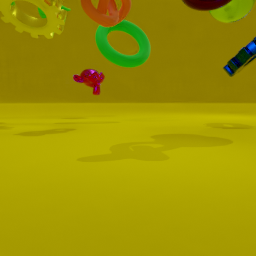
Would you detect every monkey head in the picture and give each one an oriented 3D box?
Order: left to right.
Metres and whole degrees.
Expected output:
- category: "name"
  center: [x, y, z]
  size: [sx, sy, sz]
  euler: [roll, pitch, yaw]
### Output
- category: "monkey head"
  center: [-1.587, -2.009, 12.245]
  size: [0.958, 1.144, 1.590]
  euler: [6, 9, 38]

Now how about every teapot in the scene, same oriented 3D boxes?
- category: "teapot"
  center: [-2.713, -4.311, 10.063]
  size: [1.499, 0.932, 0.734]
  euler: [17, 11, 35]

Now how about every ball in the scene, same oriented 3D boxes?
- category: "ball"
  center: [2.334, -2.967, 6.360]
  size: [1.090, 1.090, 1.090]
  euler: [0, 6, 0]

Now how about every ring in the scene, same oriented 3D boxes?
- category: "ring"
  center: [-0.157, -3.060, 10.034]
  size: [2.075, 2.075, 0.415]
  euler: [-2, -24, -23]

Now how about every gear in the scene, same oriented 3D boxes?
- category: "gear"
  center: [-2.756, -3.342, 7.936]
  size: [1.974, 0.365, 1.974]
  euler: [8, -22, 3]
- category: "gear"
  center: [3.974, -2.446, 8.855]
  size: [2.051, 0.379, 2.051]
  euler: [-37, -9, -6]

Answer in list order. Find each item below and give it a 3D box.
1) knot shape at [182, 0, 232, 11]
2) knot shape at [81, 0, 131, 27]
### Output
- category: "knot shape"
  center: [1.408, -2.899, 4.688]
  size: [0.848, 1.836, 1.718]
  euler: [37, 36, 27]
- category: "knot shape"
  center: [-0.490, -3.306, 7.385]
  size: [0.781, 1.690, 1.582]
  euler: [9, -9, 22]
